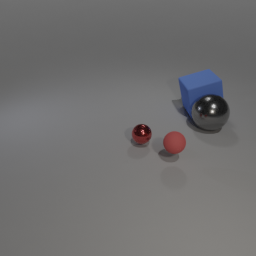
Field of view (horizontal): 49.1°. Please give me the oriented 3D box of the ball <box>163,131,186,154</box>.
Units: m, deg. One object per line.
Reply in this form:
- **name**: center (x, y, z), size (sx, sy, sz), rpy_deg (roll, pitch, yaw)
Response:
- **ball**: center (1.436, 0.449, 8.646), size (0.700, 0.700, 0.700), rpy_deg (0, 30, 0)

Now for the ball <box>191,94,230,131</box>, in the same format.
- **ball**: center (3.122, -0.593, 10.613), size (1.400, 1.400, 1.400), rpy_deg (0, 30, 0)

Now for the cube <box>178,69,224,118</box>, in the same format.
- **cube**: center (3.064, -1.445, 11.768), size (1.400, 1.400, 1.400), rpy_deg (-16, 31, 2)

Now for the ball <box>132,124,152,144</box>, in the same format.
- **ball**: center (0.475, 0.205, 9.676), size (0.700, 0.700, 0.700), rpy_deg (0, 30, 0)
